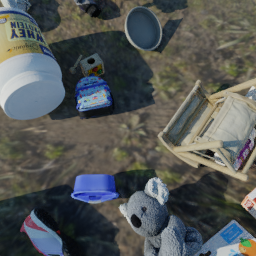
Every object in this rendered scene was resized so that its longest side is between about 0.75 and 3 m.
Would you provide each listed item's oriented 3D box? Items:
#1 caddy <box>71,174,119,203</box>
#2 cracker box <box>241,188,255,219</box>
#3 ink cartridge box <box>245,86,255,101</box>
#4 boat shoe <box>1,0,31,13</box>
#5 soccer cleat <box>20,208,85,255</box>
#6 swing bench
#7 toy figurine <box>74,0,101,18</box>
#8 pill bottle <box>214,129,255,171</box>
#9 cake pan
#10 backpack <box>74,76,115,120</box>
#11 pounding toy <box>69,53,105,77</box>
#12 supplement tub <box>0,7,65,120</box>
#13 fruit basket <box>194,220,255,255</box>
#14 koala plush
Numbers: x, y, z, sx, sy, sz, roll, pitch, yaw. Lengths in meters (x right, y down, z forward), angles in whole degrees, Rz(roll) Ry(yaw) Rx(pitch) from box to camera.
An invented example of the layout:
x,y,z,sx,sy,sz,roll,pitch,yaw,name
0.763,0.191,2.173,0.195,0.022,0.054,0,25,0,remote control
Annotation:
x,y,z,sx,sy,sz,roll,pitch,yaw,name
-0.849,1.643,7.311,1.230,0.869,0.646,-2,62,0,caddy
4.375,2.213,6.843,1.686,0.726,2.517,-33,59,-17,cracker box
4.593,-0.423,7.651,1.060,1.845,2.542,-24,69,-8,ink cartridge box
-3.996,-4.537,9.982,0.884,0.866,2.481,-27,66,-7,boat shoe
-1.835,2.926,6.944,2.003,0.683,0.733,42,95,13,soccer cleat
2.426,-0.085,7.563,1.463,2.255,2.243,47,70,-27,swing bench
-1.082,-5.240,9.543,2.230,2.266,1.576,-43,85,-12,toy figurine
3.055,0.515,7.868,0.733,0.733,1.306,36,71,14,pill bottle
0.496,-3.287,9.383,1.473,0.270,1.473,2,87,-31,cake pan
-1.060,-1.039,8.478,1.170,0.862,1.281,-10,66,-4,backpack
-1.292,-1.881,8.811,1.018,0.894,0.466,-30,70,-12,pounding toy
-3.167,-1.844,8.169,2.026,2.026,2.806,-26,69,-11,supplement tub
2.434,3.755,5.967,2.727,1.380,2.944,-34,48,-12,fruit basket
0.635,2.336,6.637,1.735,1.798,1.956,-51,58,25,koala plush
